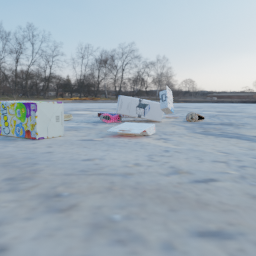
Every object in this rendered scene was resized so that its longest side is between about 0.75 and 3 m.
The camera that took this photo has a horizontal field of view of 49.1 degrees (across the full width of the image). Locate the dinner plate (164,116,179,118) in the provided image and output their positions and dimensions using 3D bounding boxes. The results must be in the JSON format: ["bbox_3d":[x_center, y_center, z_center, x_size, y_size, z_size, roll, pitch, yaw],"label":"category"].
[{"bbox_3d":[2.402,-0.594,15.307,0.816,0.099,0.816,-1,6,0],"label":"dinner plate"}]

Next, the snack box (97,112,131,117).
[{"bbox_3d":[-0.573,-0.751,15.895,2.187,0.266,0.786,1,7,12],"label":"snack box"}]

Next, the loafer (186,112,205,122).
[{"bbox_3d":[3.161,-0.505,13.077,0.413,0.473,1.315,14,11,38],"label":"loafer"}]

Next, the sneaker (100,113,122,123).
[{"bbox_3d":[-0.838,-0.422,12.677,1.102,0.435,0.525,5,-4,-35],"label":"sneaker"}]

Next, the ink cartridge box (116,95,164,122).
[{"bbox_3d":[0.535,-0.927,13.204,2.093,0.899,1.533,9,6,-5],"label":"ink cartridge box"}]

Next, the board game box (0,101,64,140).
[{"bbox_3d":[-2.976,-0.283,8.366,1.969,1.033,1.014,4,7,34],"label":"board game box"}]

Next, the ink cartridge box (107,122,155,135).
[{"bbox_3d":[0.130,0.112,8.479,1.077,0.333,1.328,4,15,25],"label":"ink cartridge box"}]

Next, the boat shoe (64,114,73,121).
[{"bbox_3d":[-3.490,-0.644,13.459,1.743,0.603,0.643,-4,8,-33],"label":"boat shoe"}]

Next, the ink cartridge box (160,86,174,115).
[{"bbox_3d":[1.449,-1.046,10.543,0.320,0.944,0.547,-14,-28,28],"label":"ink cartridge box"}]
